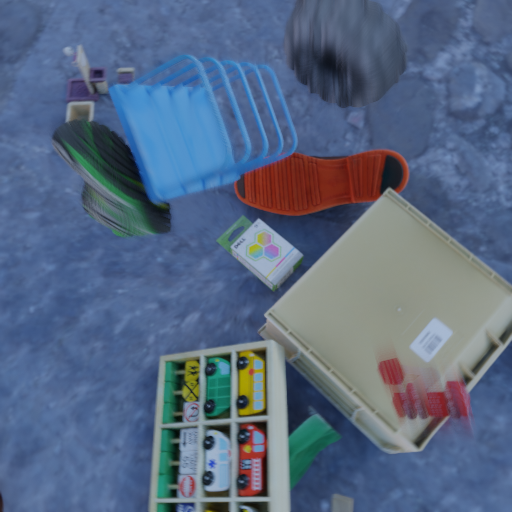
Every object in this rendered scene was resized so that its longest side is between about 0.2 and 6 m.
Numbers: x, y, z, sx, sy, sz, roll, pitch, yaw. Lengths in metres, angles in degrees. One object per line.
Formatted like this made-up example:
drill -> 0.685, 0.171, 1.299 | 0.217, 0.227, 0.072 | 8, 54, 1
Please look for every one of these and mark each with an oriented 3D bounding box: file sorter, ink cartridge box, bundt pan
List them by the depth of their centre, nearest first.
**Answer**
file sorter -> -0.637, -1.999, 8.470 | 1.484, 2.419, 1.679 | -18, 95, 30
bundt pan -> 1.378, -3.399, 9.568 | 2.240, 2.240, 0.840 | 31, 74, 11
ink cartridge box -> 0.047, -0.143, 10.632 | 1.546, 0.458, 0.802 | 41, 74, 14

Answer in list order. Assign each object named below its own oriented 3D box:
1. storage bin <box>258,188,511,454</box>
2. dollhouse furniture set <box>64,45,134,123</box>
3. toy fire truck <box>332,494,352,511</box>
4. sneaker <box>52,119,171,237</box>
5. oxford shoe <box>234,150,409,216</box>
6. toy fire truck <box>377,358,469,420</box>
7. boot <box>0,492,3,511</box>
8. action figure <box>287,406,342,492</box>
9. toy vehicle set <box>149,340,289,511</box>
storage bin -> 2.292, 1.104, 9.614 | 3.200, 1.510, 3.223 | 42, 74, 14
dollhouse furniture set -> -3.320, -3.241, 11.343 | 1.490, 1.335, 1.881 | -3, 69, -1
toy fire truck -> 0.818, 4.577, 8.588 | 1.546, 1.130, 1.757 | 16, 59, 7
sneaker -> -2.152, -0.922, 8.027 | 1.064, 2.498, 0.975 | -16, 58, 10
oxford shoe -> 1.249, -1.388, 10.892 | 3.333, 1.209, 1.186 | 1, 95, 16
toy fire truck -> 1.907, 1.514, 6.460 | 1.092, 0.266, 0.770 | -12, 28, 33
boot -> -5.899, 3.540, 8.998 | 3.837, 1.433, 1.860 | 36, 93, 11
action figure -> 0.235, 3.482, 8.975 | 2.425, 1.433, 0.663 | -43, 47, -5
toy vehicle set -> -0.594, 3.192, 8.694 | 2.194, 0.468, 3.531 | -14, 62, 25
